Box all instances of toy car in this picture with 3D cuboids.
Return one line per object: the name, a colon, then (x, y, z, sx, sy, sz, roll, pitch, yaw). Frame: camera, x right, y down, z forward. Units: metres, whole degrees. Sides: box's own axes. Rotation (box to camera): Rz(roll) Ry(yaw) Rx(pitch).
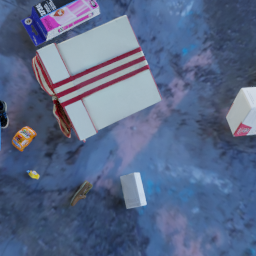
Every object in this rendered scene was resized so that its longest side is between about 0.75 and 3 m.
toy car: (-2.920, 0.704, 8.379, 0.769, 0.522, 1.568, -33, 81, -5)

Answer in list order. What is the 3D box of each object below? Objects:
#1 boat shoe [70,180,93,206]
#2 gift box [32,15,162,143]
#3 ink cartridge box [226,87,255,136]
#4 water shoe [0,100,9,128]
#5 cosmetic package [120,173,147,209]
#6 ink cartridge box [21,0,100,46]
boat shoe: (-1.378, 1.971, 8.272, 0.292, 0.309, 0.860, 33, 82, 6)
gift box: (-0.919, -1.130, 7.731, 2.618, 2.804, 2.587, -25, 94, -8)
ink cartridge box: (3.972, -0.489, 7.977, 1.845, 1.339, 0.770, -4, 55, -6)
water shoe: (-3.926, -0.425, 8.655, 0.310, 0.342, 0.866, -10, 81, -2)
cosmetic package: (0.152, 1.812, 8.134, 0.509, 0.401, 0.946, -18, 74, 25)
ink cartridge box: (-2.200, -3.677, 9.016, 2.392, 0.444, 1.133, -31, 77, -5)
